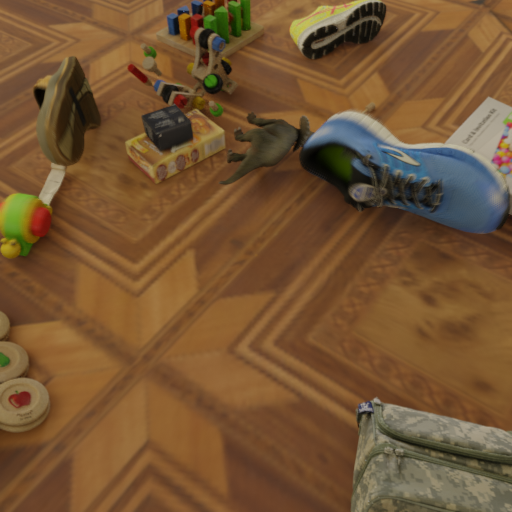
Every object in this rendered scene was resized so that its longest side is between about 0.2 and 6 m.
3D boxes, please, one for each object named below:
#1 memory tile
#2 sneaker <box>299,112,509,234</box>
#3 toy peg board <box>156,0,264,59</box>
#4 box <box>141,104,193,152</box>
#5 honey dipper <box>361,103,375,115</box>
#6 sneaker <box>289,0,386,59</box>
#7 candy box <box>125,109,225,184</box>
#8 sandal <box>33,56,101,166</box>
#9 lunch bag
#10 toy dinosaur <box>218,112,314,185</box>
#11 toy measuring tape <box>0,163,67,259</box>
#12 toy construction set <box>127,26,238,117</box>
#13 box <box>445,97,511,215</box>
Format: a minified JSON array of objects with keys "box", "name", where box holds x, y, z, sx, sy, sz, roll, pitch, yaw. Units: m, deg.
[{"box":[-3.925,1.521,6.339,2.638,0.221,2.022,-15,47,-36],"name":"memory tile"},{"box":[2.041,-1.049,8.307,3.259,1.280,1.453,27,46,29],"name":"sneaker"},{"box":[-1.011,-5.170,12.194,1.731,0.850,1.739,32,56,24],"name":"toy peg board"},{"box":[-1.476,-2.135,9.329,0.634,0.379,0.645,-24,50,-19],"name":"box"},{"box":[1.976,-2.650,10.518,0.141,0.141,0.741,35,60,26],"name":"honey dipper"},{"box":[1.750,-5.087,12.101,2.338,0.914,1.056,-23,51,-18],"name":"sneaker"},{"box":[-1.377,-1.915,9.682,1.500,0.415,0.866,-32,56,-25],"name":"candy box"},{"box":[-3.247,-2.404,9.239,0.856,1.273,3.169,-11,35,2],"name":"sandal"},{"box":[1.833,2.268,5.644,1.771,1.234,1.485,11,33,7],"name":"lunch bag"},{"box":[0.190,-1.854,9.222,1.118,0.841,2.186,14,35,38],"name":"toy dinosaur"},{"box":[-3.379,-0.870,8.507,0.766,0.766,2.082,7,54,6],"name":"toy measuring tape"},{"box":[-1.242,-3.301,10.552,1.879,1.444,1.567,9,85,17],"name":"toy construction set"},{"box":[4.103,-1.399,8.610,2.203,0.454,1.718,35,64,24],"name":"box"}]
